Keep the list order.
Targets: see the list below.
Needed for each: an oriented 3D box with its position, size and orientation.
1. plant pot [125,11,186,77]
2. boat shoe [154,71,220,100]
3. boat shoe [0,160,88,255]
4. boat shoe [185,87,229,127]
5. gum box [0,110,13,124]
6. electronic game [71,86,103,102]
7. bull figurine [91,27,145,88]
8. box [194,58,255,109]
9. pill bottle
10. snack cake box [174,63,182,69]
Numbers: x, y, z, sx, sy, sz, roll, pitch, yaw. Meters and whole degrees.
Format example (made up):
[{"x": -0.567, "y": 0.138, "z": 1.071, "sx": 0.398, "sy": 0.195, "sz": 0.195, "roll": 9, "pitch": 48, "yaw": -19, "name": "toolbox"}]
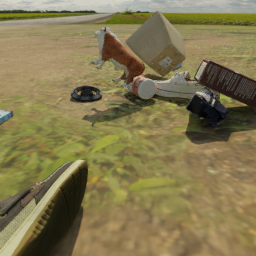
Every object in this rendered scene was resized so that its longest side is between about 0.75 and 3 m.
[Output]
[{"x": 1.307, "y": -3.210, "z": 11.401, "sx": 1.809, "sy": 1.811, "sz": 1.604, "roll": 25, "pitch": 34, "yaw": -46, "name": "plant pot"}, {"x": 1.828, "y": -1.482, "z": 9.310, "sx": 2.464, "sy": 0.860, "sz": 0.874, "roll": 12, "pitch": 26, "yaw": 24, "name": "boat shoe"}, {"x": -1.234, "y": 1.133, "z": 3.370, "sx": 0.828, "sy": 0.900, "sz": 2.519, "roll": 10, "pitch": 30, "yaw": 11, "name": "boat shoe"}, {"x": 2.198, "y": -0.529, "z": 7.566, "sx": 0.947, "sy": 0.763, "sz": 2.043, "roll": 36, "pitch": 24, "yaw": 12, "name": "boat shoe"}, {"x": -3.574, "y": -0.282, "z": 7.459, "sx": 0.656, "sy": 0.172, "sz": 0.772, "roll": 5, "pitch": 24, "yaw": 11, "name": "gum box"}, {"x": -1.373, "y": -1.141, "z": 9.331, "sx": 1.061, "sy": 0.221, "sz": 1.061, "roll": 2, "pitch": 31, "yaw": -2, "name": "electronic game"}, {"x": -0.406, "y": -2.194, "z": 8.759, "sx": 1.970, "sy": 1.196, "sz": 0.641, "roll": 38, "pitch": 0, "yaw": -8, "name": "bull figurine"}, {"x": 2.998, "y": -1.274, "z": 8.064, "sx": 2.001, "sy": 0.750, "sz": 1.002, "roll": 25, "pitch": 19, "yaw": -2, "name": "box"}, {"x": 0.373, "y": -1.442, "z": 9.469, "sx": 0.674, "sy": 0.674, "sz": 1.202, "roll": -12, "pitch": 26, "yaw": -24, "name": "pill bottle"}, {"x": 2.201, "y": -3.203, "z": 13.839, "sx": 0.604, "sy": 0.353, "sz": 1.051, "roll": 12, "pitch": 27, "yaw": 28, "name": "snack cake box"}]
